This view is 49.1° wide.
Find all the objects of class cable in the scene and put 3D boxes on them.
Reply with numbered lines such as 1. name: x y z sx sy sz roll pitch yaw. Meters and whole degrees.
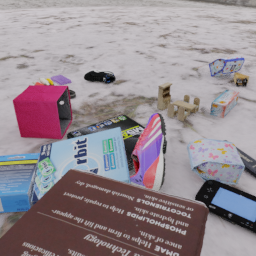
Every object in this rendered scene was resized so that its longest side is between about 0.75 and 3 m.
1. cable: -3.554 -1.850 13.136 2.350 0.591 1.141 20 35 31

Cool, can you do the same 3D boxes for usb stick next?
1. usb stick: 3.444 0.916 8.554 0.509 0.299 1.835 -12 32 -22

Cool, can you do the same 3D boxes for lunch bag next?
1. lunch bag: 5.292 -3.340 15.003 1.259 0.917 1.481 -10 -6 -18
2. lunch bag: 2.403 0.919 7.998 1.381 0.878 1.171 9 31 -4

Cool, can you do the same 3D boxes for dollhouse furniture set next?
1. dollhouse furniture set: 2.018 -1.147 11.402 1.535 1.020 1.345 21 33 34

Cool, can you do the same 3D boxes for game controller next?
1. game controller: 2.603 1.877 6.767 1.863 0.392 0.972 19 34 32

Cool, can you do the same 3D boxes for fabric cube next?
1. fabric cube: -2.971 -0.607 10.066 1.507 1.483 1.511 1 30 5

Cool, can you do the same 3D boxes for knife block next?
1. knife block: 5.696 -2.489 14.477 1.040 0.379 1.185 -17 34 -29

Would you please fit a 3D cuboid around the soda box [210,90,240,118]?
1. soda box: 4.069 -1.042 11.739 0.609 0.566 1.782 20 34 31

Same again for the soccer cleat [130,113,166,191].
1. soccer cleat: 0.560 0.526 7.923 0.920 0.857 2.514 8 53 -3

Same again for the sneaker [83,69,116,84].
1. sneaker: -1.441 -2.642 14.523 1.645 0.601 0.920 -8 29 -16

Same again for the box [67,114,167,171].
1. box: -0.380 0.493 9.030 2.394 0.569 2.312 -20 35 -31

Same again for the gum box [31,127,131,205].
1. gum box: -1.195 1.016 7.382 2.351 0.524 1.998 -13 40 2

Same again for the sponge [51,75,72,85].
1. sponge: -3.547 -2.550 14.810 0.638 0.171 1.144 -22 36 -34

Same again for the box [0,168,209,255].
1. box: -0.453 2.454 3.726 2.333 2.357 2.842 12 32 20

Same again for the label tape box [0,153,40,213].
1. label tape box: -3.088 1.398 7.421 1.319 0.609 1.841 -3 26 -6
